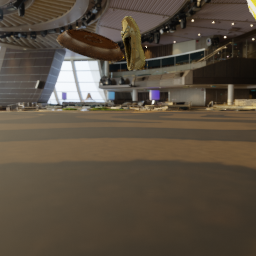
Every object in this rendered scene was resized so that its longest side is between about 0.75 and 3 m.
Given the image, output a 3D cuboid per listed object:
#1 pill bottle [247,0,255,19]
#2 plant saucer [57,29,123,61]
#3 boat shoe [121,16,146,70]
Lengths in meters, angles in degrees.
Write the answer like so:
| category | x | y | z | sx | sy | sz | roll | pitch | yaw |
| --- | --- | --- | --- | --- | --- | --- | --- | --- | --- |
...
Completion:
| category | x | y | z | sx | sy | sz | roll | pitch | yaw |
| --- | --- | --- | --- | --- | --- | --- | --- | --- | --- |
| pill bottle | 3.803 | -3.291 | 7.394 | 1.028 | 1.028 | 1.799 | 0 | 45 | 2 |
| plant saucer | -1.228 | -2.893 | 9.557 | 2.300 | 0.369 | 2.300 | 16 | 28 | -9 |
| boat shoe | 0.072 | -3.081 | 10.157 | 0.622 | 1.978 | 0.721 | -14 | 2 | -28 |
